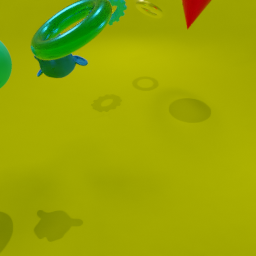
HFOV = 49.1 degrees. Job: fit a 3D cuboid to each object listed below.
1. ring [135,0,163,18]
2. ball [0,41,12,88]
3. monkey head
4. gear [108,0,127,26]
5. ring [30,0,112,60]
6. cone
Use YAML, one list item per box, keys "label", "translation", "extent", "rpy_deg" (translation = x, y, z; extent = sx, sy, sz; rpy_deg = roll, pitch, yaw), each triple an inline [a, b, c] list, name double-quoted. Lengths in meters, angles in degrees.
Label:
- label: "ring"
  translation: [0.853, -4.720, 11.167]
  extent: [1.192, 0.238, 1.192]
  rpy_deg: [23, 9, -4]
- label: "ball"
  translation: [-2.835, -1.226, 5.301]
  extent: [1.185, 1.185, 1.185]
  rpy_deg: [0, 35, 0]
- label: "monkey head"
  translation: [-1.417, -1.430, 5.645]
  extent: [1.158, 0.698, 0.833]
  rpy_deg: [-10, 52, 14]
- label: "gear"
  translation: [-0.619, -4.106, 9.832]
  extent: [1.192, 1.192, 0.220]
  rpy_deg: [-21, 71, -26]
- label: "ring"
  translation: [-0.834, -1.469, 4.074]
  extent: [1.337, 0.267, 1.337]
  rpy_deg: [-19, 41, 18]
- label: "cone"
  translation: [2.238, -4.147, 9.569]
  extent: [1.506, 1.512, 1.506]
  rpy_deg: [10, 22, -4]
